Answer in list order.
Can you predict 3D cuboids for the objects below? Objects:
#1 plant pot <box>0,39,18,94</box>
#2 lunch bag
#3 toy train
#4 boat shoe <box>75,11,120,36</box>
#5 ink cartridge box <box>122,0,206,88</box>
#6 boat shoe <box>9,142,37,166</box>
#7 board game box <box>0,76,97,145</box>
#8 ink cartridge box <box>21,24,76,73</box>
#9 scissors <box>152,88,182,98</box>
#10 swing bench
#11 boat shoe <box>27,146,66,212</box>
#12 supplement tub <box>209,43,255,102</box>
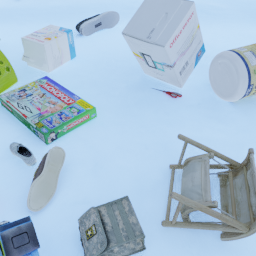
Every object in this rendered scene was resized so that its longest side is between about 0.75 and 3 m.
[{"bbox_3d":[-5.725,-2.261,9.869,2.303,2.100,2.314,18,44,19],"label":"plant pot"},{"bbox_3d":[-0.390,2.124,5.768,1.252,0.736,1.027,-17,43,-10],"label":"lunch bag"},{"bbox_3d":[-1.860,2.393,4.775,0.747,0.984,1.723,-10,72,-41],"label":"toy train"},{"bbox_3d":[-1.584,-5.591,14.735,2.625,0.901,0.743,-33,50,-30],"label":"boat shoe"},{"bbox_3d":[1.368,-3.053,9.990,1.842,2.522,1.850,29,81,31],"label":"ink cartridge box"},{"bbox_3d":[-2.935,0.622,7.772,1.125,0.401,0.393,30,49,30],"label":"boat shoe"},{"bbox_3d":[-2.715,-0.732,9.358,2.899,0.422,1.951,32,51,32],"label":"board game box"},{"bbox_3d":[-3.360,-3.313,11.735,1.289,1.256,2.006,21,44,22],"label":"ink cartridge box"},{"bbox_3d":[1.421,-1.329,10.336,0.449,0.086,1.229,-24,38,-38],"label":"scissors"},{"bbox_3d":[1.882,1.338,6.354,1.903,1.234,1.893,12,41,6],"label":"swing bench"},{"bbox_3d":[-2.042,1.243,6.876,0.599,0.497,1.669,31,57,-26],"label":"boat shoe"},{"bbox_3d":[4.307,-2.027,9.825,2.439,1.761,1.761,-17,43,-18],"label":"supplement tub"}]
